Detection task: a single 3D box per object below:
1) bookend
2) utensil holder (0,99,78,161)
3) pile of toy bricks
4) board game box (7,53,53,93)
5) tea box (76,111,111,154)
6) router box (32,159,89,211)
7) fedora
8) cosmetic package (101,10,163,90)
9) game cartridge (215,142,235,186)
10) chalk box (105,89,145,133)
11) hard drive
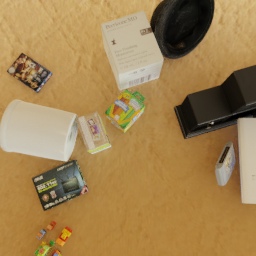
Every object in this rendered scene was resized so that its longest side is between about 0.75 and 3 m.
[{"bbox_3d":[3.312,-0.857,9.310,2.881,2.899,1.335,-16,79,-4],"label":"bookend"},{"bbox_3d":[-2.976,0.117,9.697,2.148,1.825,1.825,11,79,-1],"label":"utensil holder"},{"bbox_3d":[-2.777,4.087,9.305,1.070,0.952,1.929,33,81,6],"label":"pile of toy bricks"},{"bbox_3d":[-3.822,-2.153,10.907,1.447,0.250,0.980,33,80,6],"label":"board game box"},{"bbox_3d":[-1.198,0.189,9.964,0.805,1.186,1.206,-21,79,-4],"label":"tea box"},{"bbox_3d":[-2.384,2.014,9.940,1.674,0.520,1.254,-24,80,-5],"label":"router box"},{"bbox_3d":[1.846,-4.115,10.524,2.936,2.936,1.341,-44,51,-8],"label":"fedora"},{"bbox_3d":[0.124,-2.778,10.301,1.673,1.674,2.029,-19,79,-4],"label":"cosmetic package"},{"bbox_3d":[3.392,1.262,9.690,1.409,0.293,0.938,-49,126,-38],"label":"game cartridge"},{"bbox_3d":[0.003,-0.717,10.273,0.944,0.938,1.513,40,82,7],"label":"chalk box"},{"bbox_3d":[4.786,1.100,9.521,1.897,0.365,2.875,1,77,5],"label":"hard drive"}]
